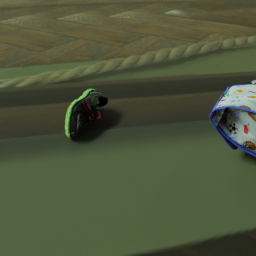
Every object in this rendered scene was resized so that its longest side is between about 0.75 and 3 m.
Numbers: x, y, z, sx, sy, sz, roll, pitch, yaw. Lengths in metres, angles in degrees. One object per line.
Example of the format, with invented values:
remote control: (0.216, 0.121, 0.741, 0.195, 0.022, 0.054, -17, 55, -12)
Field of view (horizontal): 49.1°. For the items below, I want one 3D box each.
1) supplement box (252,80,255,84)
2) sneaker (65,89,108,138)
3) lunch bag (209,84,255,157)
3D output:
supplement box: (4.168, -0.969, 8.755, 0.392, 0.700, 1.287, -17, 26, 32)
sneaker: (-1.181, -0.469, 8.145, 0.836, 0.765, 1.994, 19, 47, 11)
lunch bag: (3.364, -0.218, 7.120, 2.278, 1.410, 1.936, 27, 37, 17)
